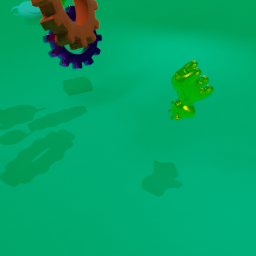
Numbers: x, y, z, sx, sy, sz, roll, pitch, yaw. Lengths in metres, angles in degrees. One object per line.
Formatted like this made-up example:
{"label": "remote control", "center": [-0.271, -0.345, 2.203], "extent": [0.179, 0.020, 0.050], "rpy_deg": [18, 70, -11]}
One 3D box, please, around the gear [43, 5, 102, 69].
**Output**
{"label": "gear", "center": [-1.608, -2.655, 8.314], "extent": [1.756, 1.756, 0.325], "rpy_deg": [-27, 22, -31]}

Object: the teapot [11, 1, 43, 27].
{"label": "teapot", "center": [-2.490, -2.937, 7.346], "extent": [1.099, 0.538, 0.683], "rpy_deg": [10, 50, -17]}

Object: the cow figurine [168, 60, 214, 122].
{"label": "cow figurine", "center": [1.280, -0.772, 6.387], "extent": [1.246, 1.266, 0.695], "rpy_deg": [-32, 40, 23]}

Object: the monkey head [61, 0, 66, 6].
{"label": "monkey head", "center": [-2.671, -4.103, 8.013], "extent": [1.783, 1.074, 1.282], "rpy_deg": [29, 75, -10]}

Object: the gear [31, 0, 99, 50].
{"label": "gear", "center": [-1.404, -2.931, 6.578], "extent": [0.383, 2.069, 2.069], "rpy_deg": [-6, 33, 27]}
